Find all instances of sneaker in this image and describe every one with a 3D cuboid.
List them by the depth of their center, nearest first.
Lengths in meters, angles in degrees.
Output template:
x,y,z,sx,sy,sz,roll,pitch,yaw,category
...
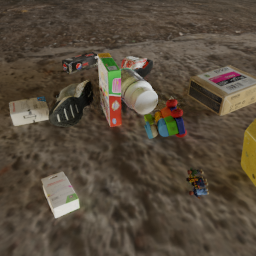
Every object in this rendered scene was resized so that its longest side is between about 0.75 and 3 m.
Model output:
x,y,z,sx,sy,sz,roll,pitch,yaw,category
-2.254,-0.897,10.572,1.156,1.078,2.916,0,29,16,sneaker
0.154,-2.725,13.179,1.299,0.809,2.423,15,35,22,sneaker

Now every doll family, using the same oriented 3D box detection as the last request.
x,y,z,sx,sy,sz,roll,pitch,yaw,category
1.869,1.510,7.706,0.524,0.356,0.907,-2,39,-11,doll family

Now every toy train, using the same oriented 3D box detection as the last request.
x,y,z,sx,sy,sz,roll,pitch,yaw,category
1.175,-0.437,10.032,1.330,0.973,2.298,-16,29,3,toy train

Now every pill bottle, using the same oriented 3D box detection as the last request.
x,y,z,sx,sy,sz,roll,pitch,yaw,category
0.235,-1.476,11.100,1.193,1.193,2.109,-15,39,-20,pill bottle

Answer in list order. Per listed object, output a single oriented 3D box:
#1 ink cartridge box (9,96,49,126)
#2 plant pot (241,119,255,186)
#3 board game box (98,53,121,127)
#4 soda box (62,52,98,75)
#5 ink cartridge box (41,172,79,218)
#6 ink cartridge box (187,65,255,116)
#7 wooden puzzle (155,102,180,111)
x,y,z,sx,sy,sz,roll,pitch,yaw,category
-3.685,-0.648,10.493,1.309,0.552,0.956,-13,38,-17,ink cartridge box
4.419,0.684,7.269,2.426,2.372,2.356,-13,37,-4,plant pot
-0.673,-1.394,10.160,0.436,2.161,1.653,-10,37,-13,board game box
-2.375,-3.301,14.148,1.820,0.576,0.644,-26,43,-32,soda box
-1.801,1.718,7.366,0.671,0.385,1.145,-18,40,-23,ink cartridge box
4.030,-1.625,11.547,2.423,0.910,1.996,-21,42,-24,ink cartridge box
1.443,-0.788,11.079,1.062,0.124,0.717,21,37,26,wooden puzzle
